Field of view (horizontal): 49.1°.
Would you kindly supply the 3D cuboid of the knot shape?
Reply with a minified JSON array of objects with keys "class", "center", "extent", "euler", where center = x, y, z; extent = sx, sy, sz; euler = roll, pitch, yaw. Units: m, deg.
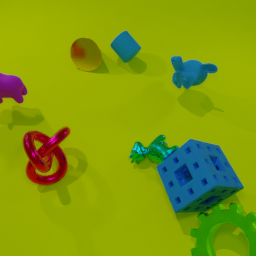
[{"class":"knot shape","center":[-1.917,0.576,6.480],"extent":[0.709,1.435,1.534],"euler":[14,80,18]}]

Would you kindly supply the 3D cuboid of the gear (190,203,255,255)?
[{"class":"gear","center":[1.973,2.263,5.418],"extent":[1.562,0.289,1.562],"euler":[-17,62,36]}]

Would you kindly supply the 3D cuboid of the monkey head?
[{"class":"monkey head","center":[1.676,-1.647,7.799],"extent":[0.894,1.067,1.484],"euler":[-39,28,-23]}]

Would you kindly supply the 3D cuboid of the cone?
[{"class":"cone","center":[-1.208,-2.556,9.298],"extent":[1.063,1.063,1.067],"euler":[14,30,9]}]

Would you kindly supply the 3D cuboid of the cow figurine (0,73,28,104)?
[{"class":"cow figurine","center":[-3.460,-1.260,7.365],"extent":[1.371,1.349,0.753],"euler":[1,51,7]}]

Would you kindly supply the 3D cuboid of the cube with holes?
[{"class":"cube with holes","center":[1.546,1.077,6.140],"extent":[1.112,1.112,1.112],"euler":[13,43,-40]}]

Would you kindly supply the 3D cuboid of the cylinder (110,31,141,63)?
[{"class":"cylinder","center":[-0.069,-2.598,8.984],"extent":[0.723,0.723,0.723],"euler":[-41,91,-24]}]

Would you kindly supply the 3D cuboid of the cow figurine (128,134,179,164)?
[{"class":"cow figurine","center":[0.620,0.647,6.959],"extent":[1.055,0.589,1.072],"euler":[-37,49,-15]}]
